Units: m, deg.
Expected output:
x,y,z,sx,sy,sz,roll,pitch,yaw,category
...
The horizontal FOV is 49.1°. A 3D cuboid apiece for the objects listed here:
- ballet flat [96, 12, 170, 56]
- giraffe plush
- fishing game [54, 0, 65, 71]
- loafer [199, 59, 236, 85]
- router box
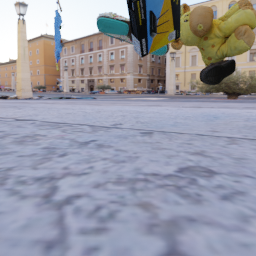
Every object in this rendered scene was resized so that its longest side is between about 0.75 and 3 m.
x,y,z,sx,sy,sz,roll,pitch,yaw,category
0.211,-2.988,8.537,2.478,0.937,0.792,26,43,8,ballet flat
2.496,-3.107,8.931,2.053,2.532,2.185,23,45,-17,giraffe plush
-1.900,-2.603,7.839,0.306,1.967,1.408,-4,49,-20,fishing game
2.666,-1.712,8.591,1.630,0.595,0.581,-23,26,-35,loafer
0.578,-2.339,5.924,1.093,0.374,1.466,-31,-31,-9,router box
